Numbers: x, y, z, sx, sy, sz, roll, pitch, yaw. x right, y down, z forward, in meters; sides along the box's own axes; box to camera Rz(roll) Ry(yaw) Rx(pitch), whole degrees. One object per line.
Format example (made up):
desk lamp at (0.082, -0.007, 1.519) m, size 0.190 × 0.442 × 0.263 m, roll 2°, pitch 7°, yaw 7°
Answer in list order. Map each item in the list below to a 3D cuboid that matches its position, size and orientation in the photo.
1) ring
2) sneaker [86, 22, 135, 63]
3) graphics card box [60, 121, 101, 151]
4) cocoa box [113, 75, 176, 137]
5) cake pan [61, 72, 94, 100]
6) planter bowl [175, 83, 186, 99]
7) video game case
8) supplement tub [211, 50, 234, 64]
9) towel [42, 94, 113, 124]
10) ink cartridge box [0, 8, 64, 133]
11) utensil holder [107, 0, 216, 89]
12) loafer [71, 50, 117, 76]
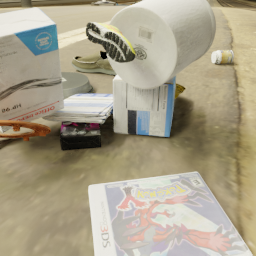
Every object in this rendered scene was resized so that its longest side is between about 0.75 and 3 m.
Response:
ring at (-2.968, 0.116, 6.543) m, size 2.260 × 0.217 × 2.260 m, roll -3°, pitch -10°, yaw -1°
sneaker at (-0.244, -1.713, 5.421) m, size 0.559 × 0.484 × 1.239 m, roll -24°, pitch 59°, yaw -43°
graphics card box at (-1.304, -0.006, 7.730) m, size 1.042 × 0.422 × 1.660 m, roll -4°, pitch 29°, yaw -7°
cocoa box at (0.589, -1.019, 8.329) m, size 1.590 × 1.616 × 2.423 m, roll 5°, pitch 29°, yaw 9°
cake pan at (-2.553, -1.619, 10.691) m, size 2.464 × 0.452 × 2.464 m, roll 0°, pitch 28°, yaw 0°
planter bowl at (1.419, -1.278, 9.840) m, size 1.131 × 0.471 × 1.131 m, roll 14°, pitch -2°, yaw 0°
video game case at (0.541, 1.605, 4.897) m, size 2.335 × 0.268 × 2.128 m, roll -5°, pitch 29°, yaw -9°
supplement tub at (4.742, -3.560, 14.063) m, size 0.931 × 0.672 × 0.672 m, roll -4°, pitch 29°, yaw -7°
towel at (-1.214, -0.650, 8.456) m, size 1.878 × 0.304 × 2.557 m, roll 3°, pitch 19°, yaw 12°
ink cartridge box at (-2.531, -1.090, 6.687) m, size 1.720 × 2.970 × 0.991 m, roll -26°, pitch 54°, yaw -29°
utensil holder at (0.824, -2.182, 6.824) m, size 1.958 × 1.958 × 2.304 m, roll 17°, pitch 38°, yaw 28°
loafer at (-1.259, -3.088, 12.820) m, size 2.883 × 1.004 × 1.084 m, roll 9°, pitch 30°, yaw 17°
